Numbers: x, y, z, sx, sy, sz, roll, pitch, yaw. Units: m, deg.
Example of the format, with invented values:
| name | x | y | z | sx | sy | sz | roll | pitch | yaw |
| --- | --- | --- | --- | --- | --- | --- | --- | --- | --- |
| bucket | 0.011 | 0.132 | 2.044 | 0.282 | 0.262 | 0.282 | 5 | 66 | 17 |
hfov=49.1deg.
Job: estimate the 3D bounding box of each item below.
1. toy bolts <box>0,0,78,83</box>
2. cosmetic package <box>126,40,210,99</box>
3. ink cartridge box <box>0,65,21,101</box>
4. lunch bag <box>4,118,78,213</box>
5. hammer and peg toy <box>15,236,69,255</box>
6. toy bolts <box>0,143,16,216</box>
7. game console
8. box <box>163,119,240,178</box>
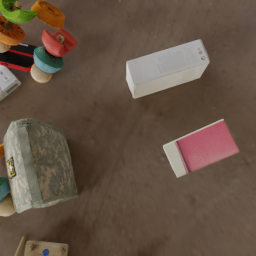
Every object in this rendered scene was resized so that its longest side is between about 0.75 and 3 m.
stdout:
| name | x | y | z | sx | sy | sz | roll | pitch | yaw |
| --- | --- | --- | --- | --- | --- | --- | --- | --- | --- |
| toy bolts | -2.928 | -2.776 | 9.068 | 2.564 | 2.450 | 1.779 | 45 | 120 | 6 |
| cosmetic package | 1.173 | -1.812 | 8.765 | 2.390 | 1.215 | 0.885 | -16 | 76 | -5 |
| ink cartridge box | -4.639 | -1.652 | 9.121 | 1.437 | 0.424 | 1.795 | -43 | 81 | -10 |
| lunch bag | -2.337 | 1.023 | 7.348 | 1.491 | 2.536 | 2.080 | -14 | 77 | -4 |
| hammer and peg toy | -2.538 | 3.701 | 7.666 | 1.682 | 0.593 | 1.237 | 6 | 76 | 2 |
| toy bolts | -3.602 | 1.557 | 7.684 | 2.108 | 2.207 | 1.530 | -44 | 107 | -32 |
| game console | -3.629 | -2.410 | 9.259 | 1.251 | 0.194 | 1.106 | 14 | 55 | -4 |
| box | 1.614 | 0.460 | 6.252 | 1.413 | 0.903 | 0.770 | -26 | 80 | 13 |
